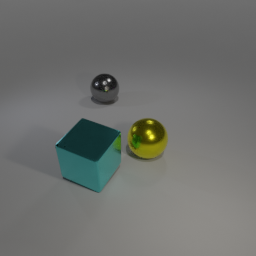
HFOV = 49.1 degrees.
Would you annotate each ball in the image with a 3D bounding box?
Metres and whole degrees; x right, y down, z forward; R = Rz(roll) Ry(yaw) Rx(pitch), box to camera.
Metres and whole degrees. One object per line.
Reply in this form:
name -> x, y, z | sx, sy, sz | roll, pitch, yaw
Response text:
ball -> -1.120, -1.923, 13.526 | 1.400, 1.400, 1.400 | 0, 30, 0
ball -> 0.671, 0.351, 9.600 | 1.400, 1.400, 1.400 | 0, 30, 0

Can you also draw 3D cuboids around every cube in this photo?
cube -> -1.130, 0.794, 8.474 | 1.400, 1.400, 1.400 | 19, 44, 19
